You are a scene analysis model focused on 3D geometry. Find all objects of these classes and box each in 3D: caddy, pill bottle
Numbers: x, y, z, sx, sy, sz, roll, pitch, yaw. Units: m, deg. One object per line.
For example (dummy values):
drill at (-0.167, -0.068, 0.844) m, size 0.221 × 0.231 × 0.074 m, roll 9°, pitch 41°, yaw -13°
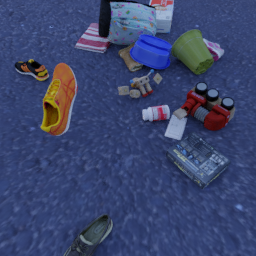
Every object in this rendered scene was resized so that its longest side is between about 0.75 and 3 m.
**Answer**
caddy at (1.053, -3.379, 12.713) m, size 1.920 × 1.008 × 1.357 m, roll 22°, pitch 48°, yaw 3°
pill bottle at (1.054, -0.549, 10.587) m, size 0.958 × 0.538 × 0.538 m, roll -8°, pitch 50°, yaw -6°

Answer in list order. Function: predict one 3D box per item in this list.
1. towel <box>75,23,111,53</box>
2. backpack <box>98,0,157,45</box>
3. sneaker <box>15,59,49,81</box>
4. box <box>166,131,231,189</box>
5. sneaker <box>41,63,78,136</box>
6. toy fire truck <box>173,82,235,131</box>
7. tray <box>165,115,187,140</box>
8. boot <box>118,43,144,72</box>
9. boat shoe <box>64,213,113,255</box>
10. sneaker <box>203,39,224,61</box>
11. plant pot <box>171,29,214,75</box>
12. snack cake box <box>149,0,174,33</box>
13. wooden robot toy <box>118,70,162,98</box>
towel at (-1.560, -4.662, 14.347) m, size 1.622 × 0.256 × 2.252 m, roll 13°, pitch 50°, yaw 12°
backpack at (0.000, -4.979, 13.364) m, size 2.756 × 2.300 × 1.744 m, roll 3°, pitch 84°, yaw -10°
sneaker at (-4.274, -2.738, 12.292) m, size 1.825 × 0.821 × 0.638 m, roll 24°, pitch 53°, yaw 20°
box at (2.306, 1.020, 9.295) m, size 1.323 × 0.428 × 1.678 m, roll -32°, pitch 57°, yaw -26°
sneaker at (-2.134, -0.964, 8.635) m, size 0.867 × 0.916 × 2.374 m, roll -5°, pitch 73°, yaw 20°
toy fire truck at (2.652, -0.582, 10.271) m, size 2.036 × 1.310 × 1.792 m, roll -42°, pitch 61°, yaw -17°
tray at (1.802, -0.065, 10.442) m, size 0.609 × 0.126 × 1.135 m, roll 15°, pitch 51°, yaw 14°
boot at (0.346, -3.287, 13.039) m, size 1.237 × 0.467 × 1.412 m, roll -29°, pitch 53°, yaw -7°
boat shoe at (-1.137, 3.047, 7.391) m, size 0.704 × 0.647 × 1.970 m, roll 29°, pitch 55°, yaw 23°
sneaker at (4.006, -3.803, 13.429) m, size 0.638 × 0.588 × 1.446 m, roll -26°, pitch 62°, yaw -22°
plant pot at (2.987, -3.235, 12.452) m, size 1.588 × 1.588 × 1.508 m, roll -21°, pitch 65°, yaw -17°
snack cake box at (1.730, -6.141, 15.269) m, size 1.340 × 0.783 × 2.330 m, roll 7°, pitch 49°, yaw 8°
wooden robot toy at (0.418, -1.742, 11.674) m, size 2.022 × 0.891 × 0.918 m, roll -30°, pitch 20°, yaw -23°
